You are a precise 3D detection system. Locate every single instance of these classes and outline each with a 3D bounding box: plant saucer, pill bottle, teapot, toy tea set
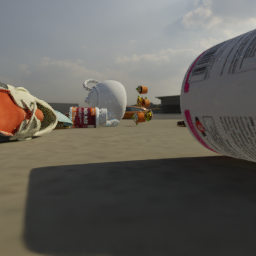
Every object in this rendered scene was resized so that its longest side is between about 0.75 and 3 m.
[{"bbox_3d":[-3.422,-0.375,10.524,2.696,0.519,2.696,-1,-4,0],"label":"plant saucer"},{"bbox_3d":[-1.649,-0.441,11.663,1.514,0.864,0.864,-1,2,-7],"label":"pill bottle"},{"bbox_3d":[1.447,-0.273,2.163,1.248,1.248,2.202,-1,3,-17],"label":"pill bottle"},{"bbox_3d":[-1.477,-1.519,15.826,2.016,2.724,2.760,4,0,-27],"label":"teapot"},{"bbox_3d":[0.599,-1.174,14.403,0.753,2.034,1.210,0,-19,-24],"label":"toy tea set"}]

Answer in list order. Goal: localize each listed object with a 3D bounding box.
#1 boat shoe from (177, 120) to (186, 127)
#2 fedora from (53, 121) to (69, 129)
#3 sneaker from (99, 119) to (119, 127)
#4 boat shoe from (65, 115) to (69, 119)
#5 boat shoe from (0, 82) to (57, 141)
[{"bbox_3d":[2.879,-0.289,12.969,1.357,0.477,0.478,0,4,41],"label":"boat shoe"},{"bbox_3d":[-2.793,-0.219,10.602,1.240,0.506,1.240,0,3,0],"label":"fedora"},{"bbox_3d":[-0.872,-0.178,12.661,0.988,0.370,0.428,-3,15,-5],"label":"sneaker"},{"bbox_3d":[-3.190,-0.572,17.553,1.886,0.677,0.714,0,2,10],"label":"boat shoe"},{"bbox_3d":[-2.030,-0.238,5.218,0.931,1.059,2.976,2,-3,-4],"label":"boat shoe"}]
